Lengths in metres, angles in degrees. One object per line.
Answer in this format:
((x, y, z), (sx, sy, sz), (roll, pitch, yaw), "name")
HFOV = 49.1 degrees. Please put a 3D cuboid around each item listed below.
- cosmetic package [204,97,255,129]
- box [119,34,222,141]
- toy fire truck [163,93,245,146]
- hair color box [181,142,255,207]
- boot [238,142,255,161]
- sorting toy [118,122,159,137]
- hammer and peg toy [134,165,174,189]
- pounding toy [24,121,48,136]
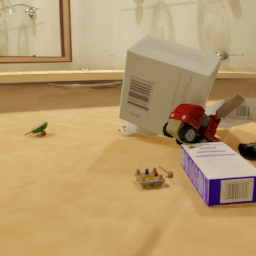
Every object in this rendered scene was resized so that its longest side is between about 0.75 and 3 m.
((3.742, -0.517, 10.498), (1.140, 0.830, 2.243), (5, -6, -8), "cosmetic package")
((1.335, -1.333, 9.531), (2.717, 2.703, 1.776), (22, 41, 16), "box")
((2.284, -0.272, 8.228), (1.748, 1.986, 1.277), (32, -8, -33), "toy fire truck")
((2.137, 1.015, 6.781), (1.210, 0.717, 2.214), (-3, 17, -3), "hair color box")
((4.509, 0.738, 7.960), (1.545, 0.819, 2.347), (-13, 9, -31), "boot")
((0.314, -0.079, 11.132), (1.396, 0.829, 1.551), (-22, 19, -7), "sorting toy")
((0.636, 1.199, 6.877), (0.873, 0.308, 0.642), (-4, 14, -15), "hammer and peg toy")
((-3.417, 0.133, 10.827), (0.912, 0.423, 0.704), (-24, 16, 19), "pounding toy")
